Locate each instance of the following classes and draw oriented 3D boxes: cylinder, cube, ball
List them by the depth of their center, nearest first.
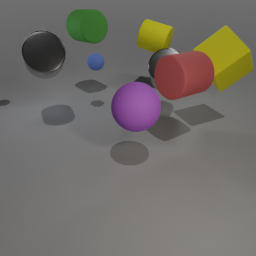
[{"bbox_3d":[0.224,-0.591,7.895,1.400,1.400,1.400,0,29,0],"label":"ball"},{"bbox_3d":[1.817,-1.725,9.099,1.400,1.400,1.400,-18,34,-34],"label":"cylinder"},{"bbox_3d":[-2.957,-2.529,9.883,1.400,1.400,1.400,-9,5,-16],"label":"cylinder"},{"bbox_3d":[3.424,-2.446,10.055,1.400,1.400,1.400,-35,60,13],"label":"cube"},{"bbox_3d":[1.549,-2.267,11.204,1.400,1.400,1.400,5,-6,9],"label":"cylinder"},{"bbox_3d":[-1.324,-2.715,11.521,0.700,0.700,0.700,0,29,0],"label":"ball"},{"bbox_3d":[-1.853,-4.582,12.596,1.400,1.400,1.400,-20,30,-32],"label":"cylinder"},{"bbox_3d":[1.349,-4.477,13.846,1.400,1.400,1.400,23,35,13],"label":"cylinder"}]
